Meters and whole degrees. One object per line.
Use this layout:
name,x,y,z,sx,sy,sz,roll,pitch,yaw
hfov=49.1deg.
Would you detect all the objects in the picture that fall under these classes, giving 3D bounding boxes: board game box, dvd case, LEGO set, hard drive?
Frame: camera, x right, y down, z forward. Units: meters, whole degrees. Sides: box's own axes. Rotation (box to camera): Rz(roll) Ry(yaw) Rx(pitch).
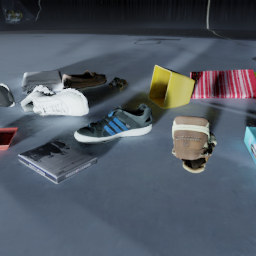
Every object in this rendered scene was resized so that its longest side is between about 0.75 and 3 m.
board game box,3.971,0.653,6.904,1.607,0.500,2.129,4,24,8
dvd case,-1.767,0.772,7.016,1.634,0.202,1.228,20,30,37
LEGO set,-0.402,-1.931,12.957,0.909,0.527,0.699,10,55,27
hard drive,-4.158,-2.304,13.735,1.851,0.374,2.807,-7,25,-15

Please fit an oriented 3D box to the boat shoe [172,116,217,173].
boat shoe,1.405,0.503,6.203,0.956,0.957,2.587,2,-13,23

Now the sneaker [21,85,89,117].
sneaker,-2.548,-0.784,9.749,2.775,1.043,1.125,9,35,32

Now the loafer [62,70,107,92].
loafer,-1.944,-2.291,13.111,0.970,0.849,2.699,17,29,33

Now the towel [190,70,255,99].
towel,4.143,-1.874,12.142,2.839,0.319,2.053,1,41,12

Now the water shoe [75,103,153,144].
water shoe,-0.423,-0.210,8.291,2.418,0.954,0.864,-11,26,-23

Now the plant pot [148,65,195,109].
plant pot,1.765,-1.591,11.073,1.246,1.413,1.413,2,22,-23

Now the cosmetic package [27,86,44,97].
cosmetic package,-3.865,-1.467,11.790,0.295,0.420,0.828,8,26,18

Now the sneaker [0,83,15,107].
sneaker,-5.275,-1.096,10.592,2.527,0.957,1.106,11,34,40

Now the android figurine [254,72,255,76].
android figurine,6.332,-2.680,14.659,1.616,0.332,1.471,21,32,35

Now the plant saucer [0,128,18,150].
plant saucer,-3.831,0.346,7.960,1.193,0.219,1.196,-3,25,-8
